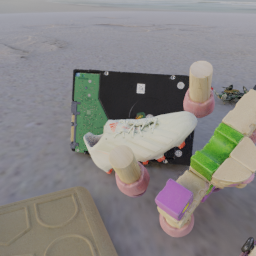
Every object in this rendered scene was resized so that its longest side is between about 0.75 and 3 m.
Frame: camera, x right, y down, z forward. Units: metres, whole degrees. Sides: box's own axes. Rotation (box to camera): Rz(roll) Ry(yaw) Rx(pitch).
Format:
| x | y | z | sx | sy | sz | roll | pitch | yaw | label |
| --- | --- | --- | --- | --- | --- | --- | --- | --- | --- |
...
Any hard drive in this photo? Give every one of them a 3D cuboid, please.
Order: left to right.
| x | y | z | sx | sy | sz | roll | pitch | yaw | label |
| --- | --- | --- | --- | --- | --- | --- | --- | --- | --- |
| 0.102 | -0.277 | 6.410 | 2.830 | 1.977 | 0.535 | 5 | 8 | 10 | hard drive |

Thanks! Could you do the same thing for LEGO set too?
| x | y | z | sx | sy | sz | roll | pitch | yaw | label |
| --- | --- | --- | --- | --- | --- | --- | --- | --- | --- |
| 3.370 | -1.143 | 9.884 | 1.326 | 0.579 | 2.041 | -22 | 21 | -40 | LEGO set |

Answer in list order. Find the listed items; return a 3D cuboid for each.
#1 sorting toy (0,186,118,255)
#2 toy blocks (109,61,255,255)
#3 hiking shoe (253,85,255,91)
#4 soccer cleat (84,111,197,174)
| x | y | z | sx | sy | sz | roll | pitch | yaw | label |
| --- | --- | --- | --- | --- | --- | --- | --- | --- | --- |
| -1.199 | 1.963 | 3.864 | 2.160 | 0.388 | 2.899 | -7 | 28 | -22 | sorting toy |
| 1.459 | 0.851 | 4.611 | 2.675 | 2.252 | 2.500 | 36 | 73 | 27 | toy blocks |
| 4.837 | -1.007 | 9.044 | 2.271 | 0.860 | 1.143 | -19 | 30 | -35 | hiking shoe |
| 0.080 | 0.176 | 5.309 | 2.570 | 0.997 | 0.890 | -25 | 18 | 41 | soccer cleat |
